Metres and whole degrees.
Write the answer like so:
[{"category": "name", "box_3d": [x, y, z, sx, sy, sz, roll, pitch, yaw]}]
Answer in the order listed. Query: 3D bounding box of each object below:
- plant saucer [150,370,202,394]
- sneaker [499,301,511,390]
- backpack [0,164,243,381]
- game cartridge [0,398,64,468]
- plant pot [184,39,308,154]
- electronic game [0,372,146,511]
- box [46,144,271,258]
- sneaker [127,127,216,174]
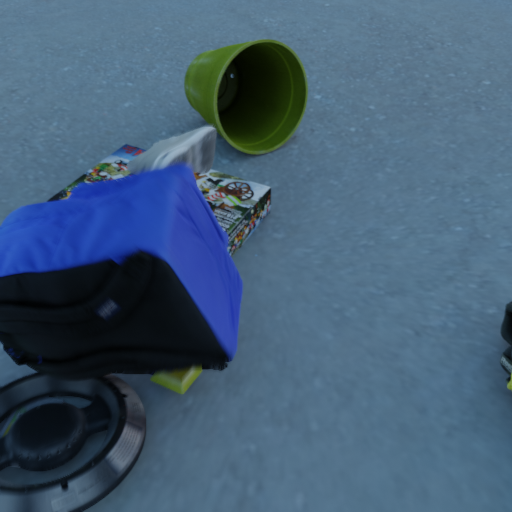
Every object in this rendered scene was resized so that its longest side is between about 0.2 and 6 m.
[{"category": "plant saucer", "box_3d": [-1.116, 1.627, 7.863, 0.547, 0.131, 0.546, 19, 34, 18]}, {"category": "sneaker", "box_3d": [3.956, 1.803, 7.188, 1.493, 1.314, 3.529, 5, 32, 15]}, {"category": "backpack", "box_3d": [-1.878, 0.277, 7.268, 2.968, 2.412, 2.490, -13, 39, 16]}, {"category": "game cartridge", "box_3d": [-2.980, 2.322, 7.407, 0.699, 0.212, 1.048, 10, 42, 4]}, {"category": "plant pot", "box_3d": [-0.464, -3.813, 12.948, 2.427, 2.427, 2.337, -23, 34, -25]}, {"category": "electronic game", "box_3d": [-2.599, 2.257, 6.998, 2.421, 0.504, 2.421, 0, 31, 0]}, {"category": "box", "box_3d": [-1.780, -0.923, 10.618, 3.475, 0.655, 2.373, 19, 44, 21]}, {"category": "sneaker", "box_3d": [-1.349, -1.797, 9.563, 0.898, 0.818, 2.190, 16, 26, 16]}]
